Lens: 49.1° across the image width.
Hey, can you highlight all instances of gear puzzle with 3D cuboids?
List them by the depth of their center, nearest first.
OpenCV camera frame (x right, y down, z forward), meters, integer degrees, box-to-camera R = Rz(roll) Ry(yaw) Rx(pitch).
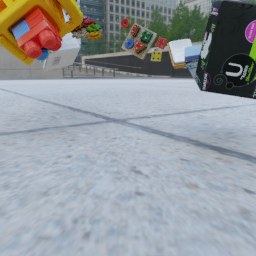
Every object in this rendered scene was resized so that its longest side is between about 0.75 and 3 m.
[{"bbox_3d":[-1.159,-2.654,7.414,0.823,0.208,1.589,-23,45,-16],"label":"gear puzzle"}]

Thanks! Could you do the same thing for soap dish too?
[{"bbox_3d":[1.832,-2.511,9.558,0.822,1.045,0.424,-9,-29,2],"label":"soap dish"}]

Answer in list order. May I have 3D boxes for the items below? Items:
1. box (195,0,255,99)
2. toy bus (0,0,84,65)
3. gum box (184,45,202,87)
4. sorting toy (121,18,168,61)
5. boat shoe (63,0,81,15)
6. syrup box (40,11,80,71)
[{"bbox_3d":[1.809,-1.330,4.681,1.046,1.408,0.875,9,26,2],"label":"box"},{"bbox_3d":[-1.893,-2.673,6.094,2.658,2.552,1.804,-37,-28,4],"label":"toy bus"},{"bbox_3d":[2.178,-1.416,6.396,1.419,0.372,1.670,-3,-13,25],"label":"gum box"},{"bbox_3d":[0.421,-3.268,10.507,2.205,1.063,0.373,34,10,21],"label":"sorting toy"},{"bbox_3d":[-2.357,-4.753,10.970,1.902,0.665,0.630,-4,14,47],"label":"boat shoe"},{"bbox_3d":[-2.881,-3.669,9.845,1.204,2.956,1.164,-21,-8,-30],"label":"syrup box"}]
